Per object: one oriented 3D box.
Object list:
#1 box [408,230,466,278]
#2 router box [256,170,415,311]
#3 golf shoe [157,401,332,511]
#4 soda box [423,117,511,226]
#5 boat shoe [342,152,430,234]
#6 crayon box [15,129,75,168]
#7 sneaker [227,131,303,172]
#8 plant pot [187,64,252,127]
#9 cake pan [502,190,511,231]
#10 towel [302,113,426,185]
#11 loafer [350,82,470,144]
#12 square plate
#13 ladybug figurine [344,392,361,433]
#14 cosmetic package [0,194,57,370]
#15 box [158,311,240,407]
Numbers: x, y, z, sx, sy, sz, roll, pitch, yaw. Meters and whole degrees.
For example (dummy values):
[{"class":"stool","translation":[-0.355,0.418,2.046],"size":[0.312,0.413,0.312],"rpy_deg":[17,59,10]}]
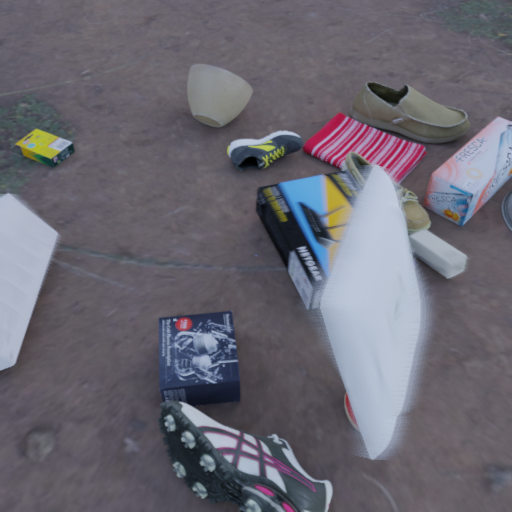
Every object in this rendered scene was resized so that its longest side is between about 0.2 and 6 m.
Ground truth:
[{"class":"box","translation":[3.706,-0.056,11.558],"size":[0.486,0.405,1.183],"rpy_deg":[-21,39,-20]},{"class":"router box","translation":[1.536,-0.444,11.724],"size":[2.237,0.766,2.999],"rpy_deg":[-13,50,-16]},{"class":"golf shoe","translation":[-0.259,3.150,8.478],"size":[2.944,1.136,1.297],"rpy_deg":[35,38,23]},{"class":"soda box","translation":[5.266,-2.039,13.139],"size":[1.078,1.002,3.153],"rpy_deg":[34,56,28]},{"class":"boat shoe","translation":[2.907,-1.427,12.674],"size":[0.907,0.782,2.487],"rpy_deg":[-29,57,-24]},{"class":"crayon box","translation":[-5.370,-2.750,14.257],"size":[1.255,0.319,0.797],"rpy_deg":[23,51,19]},{"class":"sneaker","translation":[0.261,-2.498,13.869],"size":[1.896,0.706,0.802],"rpy_deg":[-11,54,2]},{"class":"plant pot","translation":[-1.093,-4.100,14.811],"size":[1.738,1.738,1.167],"rpy_deg":[17,88,15]},{"class":"cake pan","translation":[6.895,-0.964,12.505],"size":[2.586,0.474,2.586],"rpy_deg":[0,47,0]},{"class":"towel","translation":[2.739,-2.711,14.248],"size":[2.649,0.298,1.916],"rpy_deg":[30,55,24]},{"class":"loafer","translation":[4.056,-3.811,14.728],"size":[3.151,1.063,1.198],"rpy_deg":[12,48,11]},{"class":"square plate","translation":[1.876,0.766,8.185],"size":[0.451,3.138,3.168],"rpy_deg":[-1,38,28]},{"class":"ladybug figurine","translation":[1.836,2.511,9.362],"size":[0.674,0.357,0.993],"rpy_deg":[-6,48,-6]},{"class":"cosmetic package","translation":[-4.830,0.457,10.466],"size":[0.827,1.348,3.267],"rpy_deg":[-25,41,23]},{"class":"box","translation":[-0.994,1.791,9.750],"size":[1.333,0.762,1.464],"rpy_deg":[-5,48,-6]}]
